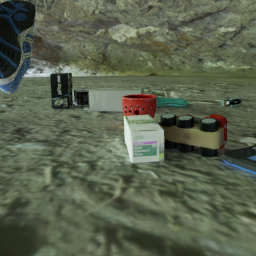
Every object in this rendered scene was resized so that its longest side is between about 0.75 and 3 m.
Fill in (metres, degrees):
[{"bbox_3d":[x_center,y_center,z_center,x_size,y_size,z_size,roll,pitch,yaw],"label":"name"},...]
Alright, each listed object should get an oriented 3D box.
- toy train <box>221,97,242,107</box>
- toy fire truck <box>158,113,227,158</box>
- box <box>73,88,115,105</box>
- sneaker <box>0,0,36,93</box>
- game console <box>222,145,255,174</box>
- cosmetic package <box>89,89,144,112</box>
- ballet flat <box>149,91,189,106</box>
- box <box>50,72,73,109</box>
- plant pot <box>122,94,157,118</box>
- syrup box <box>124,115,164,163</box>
[{"bbox_3d":[5.323,-1.323,14.378,1.113,0.474,0.634,-9,7,-35],"label":"toy train"},{"bbox_3d":[1.902,0.050,7.460,1.614,1.179,1.833,9,26,35],"label":"toy fire truck"},{"bbox_3d":[-1.747,-1.762,15.520,2.478,0.745,1.445,-4,14,-19],"label":"box"},{"bbox_3d":[-2.179,-1.577,5.235,0.773,2.041,0.786,7,-29,-6],"label":"sneaker"},{"bbox_3d":[3.606,0.161,5.551,2.209,1.531,2.588,-7,14,-30],"label":"game console"},{"bbox_3d":[-0.472,-1.291,12.896,2.390,1.078,1.277,-1,9,9],"label":"cosmetic package"},{"bbox_3d":[2.040,-1.482,14.208,2.198,0.774,0.740,0,5,-5],"label":"ballet flat"},{"bbox_3d":[-3.324,-1.940,14.201,0.889,1.690,2.064,-1,14,-6],"label":"box"},{"bbox_3d":[0.385,-0.576,9.674,1.191,1.084,1.191,0,12,0],"label":"plant pot"},{"bbox_3d":[0.348,0.205,6.982,0.750,0.776,1.904,-3,14,-4],"label":"syrup box"}]
